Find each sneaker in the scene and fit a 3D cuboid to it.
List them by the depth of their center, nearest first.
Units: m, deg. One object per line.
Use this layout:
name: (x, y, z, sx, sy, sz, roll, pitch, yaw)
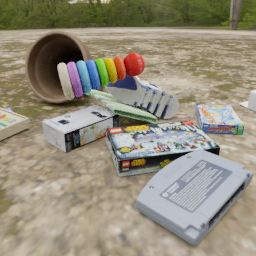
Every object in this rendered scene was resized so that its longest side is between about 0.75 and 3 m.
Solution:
sneaker: (0.470, -1.343, 10.943, 2.939, 1.187, 1.697, 27, 8, -6)

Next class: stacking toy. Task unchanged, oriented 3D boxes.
stacking toy: (-0.785, -1.792, 9.185, 2.812, 1.200, 1.200, -14, 26, -8)

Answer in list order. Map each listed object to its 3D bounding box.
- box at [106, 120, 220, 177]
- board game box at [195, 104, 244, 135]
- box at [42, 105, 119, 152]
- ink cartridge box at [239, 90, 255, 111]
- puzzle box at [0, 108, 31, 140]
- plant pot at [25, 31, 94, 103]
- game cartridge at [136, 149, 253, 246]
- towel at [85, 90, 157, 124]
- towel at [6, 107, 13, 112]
box: (0.889, 0.480, 8.031, 2.795, 0.557, 1.914, -6, 25, -13)
board game box: (3.228, -0.357, 10.137, 1.354, 0.345, 2.000, 2, 24, 5)
box: (-1.480, -0.058, 9.100, 2.179, 0.655, 1.271, -22, 32, -40)
ink cartridge box: (5.771, -1.030, 11.117, 1.332, 0.772, 2.287, -12, 27, -25)
puzzle box: (-4.985, -0.185, 9.636, 2.827, 0.359, 1.881, 16, 31, 32)
plant pot: (-2.640, -2.591, 12.700, 2.985, 2.985, 2.603, 7, 7, 16)
game cartridge: (1.426, 1.313, 6.117, 1.637, 0.510, 2.458, 17, 35, 42)
towel: (-0.315, -0.838, 10.468, 2.012, 0.309, 2.638, 12, 15, -35)
towel: (-5.009, -0.633, 11.052, 0.835, 0.100, 0.605, -16, 29, -31)
